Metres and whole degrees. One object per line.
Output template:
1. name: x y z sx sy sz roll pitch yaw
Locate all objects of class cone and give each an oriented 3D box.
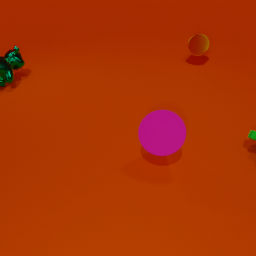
1. cone: 0.866 0.244 6.934 1.092 1.096 1.092 -3 74 9

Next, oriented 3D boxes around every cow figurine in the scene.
1. cow figurine: -4.545 -2.333 10.067 0.905 1.622 1.649 -16 -18 34

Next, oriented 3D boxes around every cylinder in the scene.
1. cylinder: 2.996 -3.440 11.587 0.864 0.864 0.864 16 22 21

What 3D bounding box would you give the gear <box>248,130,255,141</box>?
1. gear: 3.555 0.353 6.945 1.082 0.200 1.082 22 5 -2
